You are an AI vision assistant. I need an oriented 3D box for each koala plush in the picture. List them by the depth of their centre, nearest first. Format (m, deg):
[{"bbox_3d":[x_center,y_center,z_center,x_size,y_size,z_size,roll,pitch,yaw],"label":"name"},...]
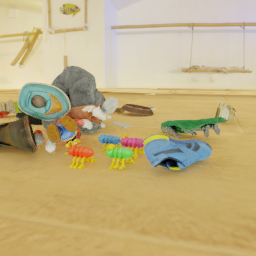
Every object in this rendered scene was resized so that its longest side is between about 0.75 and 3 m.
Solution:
[{"bbox_3d":[-1.731,-1.055,11.525,2.452,2.541,2.765,5,0,22],"label":"koala plush"}]

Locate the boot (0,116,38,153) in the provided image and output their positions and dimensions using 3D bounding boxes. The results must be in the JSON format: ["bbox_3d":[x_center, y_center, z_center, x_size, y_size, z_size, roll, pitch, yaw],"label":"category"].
[{"bbox_3d":[-3.317,0.310,7.601,1.371,1.057,2.830,-16,7,-25],"label":"boot"}]

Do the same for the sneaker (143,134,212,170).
[{"bbox_3d":[1.245,0.691,6.521,2.030,0.796,0.669,9,-40,-34],"label":"sneaker"}]

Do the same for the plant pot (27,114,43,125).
[{"bbox_3d":[-4.029,-0.538,12.501,0.779,0.691,0.777,4,12,17],"label":"plant pot"}]

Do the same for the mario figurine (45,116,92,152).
[{"bbox_3d":[-1.683,0.193,8.120,1.223,1.050,1.981,3,-2,-4],"label":"mario figurine"}]

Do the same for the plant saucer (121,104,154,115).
[{"bbox_3d":[0.533,-1.041,15.369,1.849,0.318,1.849,9,12,-2],"label":"plant saucer"}]

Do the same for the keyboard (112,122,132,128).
[{"bbox_3d":[-0.278,-0.142,12.061,0.363,0.069,1.288,-5,12,-26],"label":"keyboard"}]

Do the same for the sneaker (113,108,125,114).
[{"bbox_3d":[-0.649,-1.016,15.913,0.980,0.367,0.441,3,17,11],"label":"sneaker"}]

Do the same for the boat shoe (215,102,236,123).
[{"bbox_3d":[4.518,-0.644,12.909,0.817,0.910,2.460,16,18,18],"label":"boat shoe"}]

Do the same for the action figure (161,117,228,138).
[{"bbox_3d":[1.968,-0.013,9.717,1.482,0.686,2.510,-8,6,-30],"label":"action figure"}]

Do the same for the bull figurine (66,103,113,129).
[{"bbox_3d":[-1.196,-0.386,8.969,1.790,0.583,1.086,4,-22,37],"label":"bull figurine"}]

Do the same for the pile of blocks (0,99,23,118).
[{"bbox_3d":[-6.154,-0.845,14.475,2.635,1.082,0.819,-12,56,-15],"label":"pile of blocks"}]

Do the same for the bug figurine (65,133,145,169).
[{"bbox_3d":[-0.481,0.498,7.256,1.724,0.572,2.224,4,11,22],"label":"bug figurine"}]

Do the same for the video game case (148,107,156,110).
[{"bbox_3d":[1.320,-1.288,18.079,0.930,0.109,0.846,0,10,0],"label":"video game case"}]

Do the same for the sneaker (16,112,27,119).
[{"bbox_3d":[-4.544,-0.706,13.377,1.692,0.693,0.619,1,11,8],"label":"sneaker"}]

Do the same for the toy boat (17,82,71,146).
[{"bbox_3d":[-2.608,-0.410,8.587,1.583,1.884,0.875,11,12,-19],"label":"toy boat"}]
